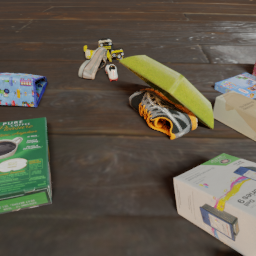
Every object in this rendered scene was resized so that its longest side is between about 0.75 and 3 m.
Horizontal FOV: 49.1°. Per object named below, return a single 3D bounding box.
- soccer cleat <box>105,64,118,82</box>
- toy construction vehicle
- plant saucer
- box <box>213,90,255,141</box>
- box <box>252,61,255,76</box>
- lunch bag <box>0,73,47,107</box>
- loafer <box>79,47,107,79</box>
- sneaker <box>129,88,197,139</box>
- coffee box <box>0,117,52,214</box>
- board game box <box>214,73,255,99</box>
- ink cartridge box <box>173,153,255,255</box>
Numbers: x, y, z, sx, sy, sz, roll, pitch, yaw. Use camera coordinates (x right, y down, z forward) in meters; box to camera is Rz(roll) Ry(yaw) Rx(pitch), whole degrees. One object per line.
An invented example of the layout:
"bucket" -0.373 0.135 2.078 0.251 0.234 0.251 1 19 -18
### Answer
"soccer cleat" -0.697 -2.495 11.982 0.484 0.601 1.410 -5 35 -8
"toy construction vehicle" -1.227 -3.748 13.923 1.835 0.646 1.597 -11 47 -9
"plant saucer" 1.353 -1.271 8.708 2.656 0.637 2.659 29 9 -44
"box" 3.713 -0.359 8.681 0.944 0.773 1.987 -23 41 -30
"box" 6.236 -2.314 11.330 0.987 1.031 2.068 -15 37 -21
"lunch bag" -4.021 -1.668 10.409 1.666 1.041 2.214 3 25 -5
"loafer" -1.362 -2.818 12.425 0.732 0.837 2.328 24 45 7
"sneaker" 0.888 -0.467 8.746 0.970 0.983 2.512 -37 46 -28
"coffee box" -2.886 0.809 7.087 1.810 0.647 2.943 -9 36 -14
"board game box" 4.524 -1.611 10.918 1.806 0.331 1.366 -19 39 -26
"ink cartridge box" 2.218 1.403 5.386 1.609 0.969 2.214 -19 21 -26
